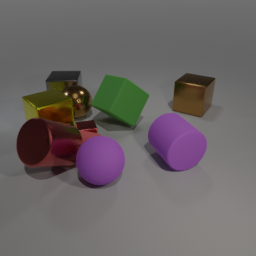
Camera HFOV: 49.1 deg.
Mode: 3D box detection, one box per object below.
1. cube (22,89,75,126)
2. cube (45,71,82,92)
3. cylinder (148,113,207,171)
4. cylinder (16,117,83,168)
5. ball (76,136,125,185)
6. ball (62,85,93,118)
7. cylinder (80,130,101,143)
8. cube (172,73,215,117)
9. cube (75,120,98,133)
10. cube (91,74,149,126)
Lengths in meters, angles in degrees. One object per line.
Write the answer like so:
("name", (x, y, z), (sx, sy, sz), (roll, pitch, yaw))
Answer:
("cube", (-3.012, -0.521, 10.700), (1.400, 1.400, 1.400), (-21, 35, -33))
("cube", (-2.891, -1.773, 12.978), (1.400, 1.400, 1.400), (-1, 29, -2))
("cylinder", (1.549, 0.415, 8.981), (1.400, 1.400, 1.400), (-11, 31, -19))
("cylinder", (-2.319, 0.476, 8.385), (1.400, 1.400, 1.400), (19, 2, 30))
("ball", (-0.786, 0.923, 8.044), (1.400, 1.400, 1.400), (0, 29, 0))
("ball", (-2.194, -1.103, 11.767), (1.400, 1.400, 1.400), (0, 29, 0))
("cylinder", (-1.312, 0.479, 9.339), (0.700, 0.700, 0.700), (10, 30, 23))
("cube", (2.927, -1.500, 12.482), (1.400, 1.400, 1.400), (16, 33, 27))
("cube", (-1.490, 0.199, 10.123), (0.700, 0.700, 0.700), (-8, 30, -13))
("cube", (-0.311, -1.091, 10.933), (1.400, 1.400, 1.400), (29, -4, -41))
